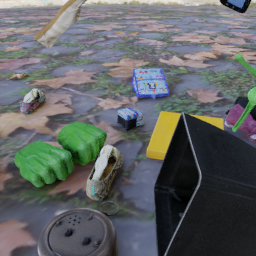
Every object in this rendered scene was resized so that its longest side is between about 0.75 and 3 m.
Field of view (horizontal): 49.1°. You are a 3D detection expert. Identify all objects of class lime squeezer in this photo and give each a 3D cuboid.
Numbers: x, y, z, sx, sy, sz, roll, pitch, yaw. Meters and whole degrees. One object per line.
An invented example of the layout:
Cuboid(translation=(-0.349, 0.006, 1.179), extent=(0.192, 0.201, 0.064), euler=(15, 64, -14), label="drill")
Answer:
Cuboid(translation=(1.924, -0.545, 4.346), extent=(0.573, 1.622, 0.306), euler=(-37, 50, -14), label="lime squeezer")

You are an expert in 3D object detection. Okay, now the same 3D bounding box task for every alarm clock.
Cuboid(translation=(-0.857, 2.159, 5.640), extent=(1.497, 0.739, 2.220), euler=(15, 30, 25), label="alarm clock")

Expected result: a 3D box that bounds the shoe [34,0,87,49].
Cuboid(translation=(-2.329, -4.025, 10.416), extent=(2.823, 0.754, 0.987), euler=(-32, 26, 26), label="shoe")

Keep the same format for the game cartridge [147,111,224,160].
Cuboid(translation=(1.972, 0.306, 9.198), extent=(2.282, 0.420, 2.589), euler=(8, 33, 14), label="game cartridge")

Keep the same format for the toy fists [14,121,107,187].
Cuboid(translation=(-1.757, 0.711, 7.968), extent=(1.363, 0.920, 2.675), euler=(17, 34, 40), label="toy fists")

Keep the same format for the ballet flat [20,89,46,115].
Cuboid(translation=(-3.893, -1.216, 11.542), extent=(0.643, 0.662, 1.859), euler=(4, 30, 7), label="ballet flat")

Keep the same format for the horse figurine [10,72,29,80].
Cuboid(translation=(-5.670, -2.734, 14.635), extent=(0.920, 0.230, 0.610), euler=(-2, 30, -4), label="horse figurine")

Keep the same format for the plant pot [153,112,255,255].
Cuboid(translation=(1.816, 1.366, 5.702), extent=(2.028, 2.286, 2.281), euler=(14, 29, -5), label="plant pot")

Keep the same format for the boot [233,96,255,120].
Cuboid(translation=(4.715, -0.492, 9.977), extent=(1.938, 0.875, 2.365), euler=(19, 25, 25), label="boot")

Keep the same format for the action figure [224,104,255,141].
Cuboid(translation=(4.079, 0.030, 9.383), extent=(1.256, 1.396, 1.875), euler=(-41, 65, -19), label="action figure")

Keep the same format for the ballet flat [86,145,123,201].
Cuboid(translation=(-0.582, 0.970, 7.555), extent=(0.738, 0.819, 2.176), euler=(6, 30, 10), label="ballet flat")

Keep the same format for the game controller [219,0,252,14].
Cuboid(translation=(3.312, -3.969, 8.563), extent=(1.247, 0.650, 0.263), euler=(6, 19, -32), label="game controller")

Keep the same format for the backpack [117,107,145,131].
Cuboid(translation=(0.145, -0.383, 10.146), extent=(0.910, 0.613, 0.831), euler=(-15, 32, -27), label="backpack")

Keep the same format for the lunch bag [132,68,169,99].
Cuboid(translation=(1.004, -1.878, 12.750), extent=(1.411, 0.882, 1.875), euler=(-3, 42, -7), label="lunch bag")
